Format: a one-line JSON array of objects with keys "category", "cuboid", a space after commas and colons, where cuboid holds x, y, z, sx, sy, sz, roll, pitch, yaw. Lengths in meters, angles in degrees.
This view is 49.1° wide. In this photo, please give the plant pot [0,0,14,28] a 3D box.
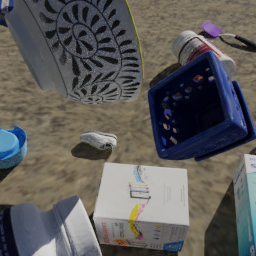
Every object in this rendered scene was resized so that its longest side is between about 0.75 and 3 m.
[{"category": "plant pot", "cuboid": [-2.262, -2.060, 4.374, 0.802, 0.892, 0.892, 10, 10, 2]}]

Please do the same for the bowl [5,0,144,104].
[{"category": "bowl", "cuboid": [-1.056, -1.427, 4.519, 1.331, 2.837, 2.837, -29, 53, -16]}]

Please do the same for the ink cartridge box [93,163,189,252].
[{"category": "ink cartridge box", "cuboid": [0.242, 1.401, 4.958, 1.489, 1.096, 1.077, 4, 47, 5]}]

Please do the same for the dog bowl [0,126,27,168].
[{"category": "dog bowl", "cuboid": [-3.139, 0.329, 6.428, 1.837, 0.455, 1.024, 18, 49, 17]}]

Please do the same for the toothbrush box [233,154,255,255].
[{"category": "toothbrush box", "cuboid": [2.771, 1.581, 4.936, 1.504, 0.876, 2.054, 7, 47, 7]}]

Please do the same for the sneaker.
[{"category": "sneaker", "cuboid": [-0.716, 0.307, 6.556, 0.891, 0.341, 0.359, 4, 56, 6]}]

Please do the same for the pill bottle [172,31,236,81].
[{"category": "pill bottle", "cuboid": [2.131, -2.016, 8.219, 1.075, 1.075, 1.883, -17, 49, -16]}]

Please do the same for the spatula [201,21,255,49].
[{"category": "spatula", "cuboid": [3.656, -3.264, 9.997, 2.258, 0.232, 0.638, 33, 56, 27]}]

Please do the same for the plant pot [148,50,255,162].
[{"category": "plant pot", "cuboid": [0.700, -0.117, 2.602, 0.677, 0.753, 0.753, 20, 52, -41]}]

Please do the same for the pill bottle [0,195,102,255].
[{"category": "pill bottle", "cuboid": [-1.867, 2.047, 4.016, 2.821, 1.567, 1.567, -20, 50, -18]}]
